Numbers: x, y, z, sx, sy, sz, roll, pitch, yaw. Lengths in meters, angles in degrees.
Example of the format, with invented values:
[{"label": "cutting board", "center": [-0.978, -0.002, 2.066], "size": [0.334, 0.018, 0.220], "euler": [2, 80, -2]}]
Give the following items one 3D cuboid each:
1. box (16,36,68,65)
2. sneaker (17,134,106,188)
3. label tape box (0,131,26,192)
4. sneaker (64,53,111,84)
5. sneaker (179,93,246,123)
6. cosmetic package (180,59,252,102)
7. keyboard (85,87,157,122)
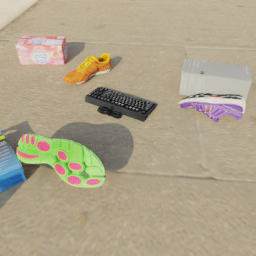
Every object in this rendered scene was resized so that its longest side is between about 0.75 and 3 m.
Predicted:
[{"label": "box", "center": [-3.839, -3.503, 12.669], "size": [2.023, 0.958, 1.038], "euler": [0, 40, 0]}, {"label": "sneaker", "center": [-1.620, 0.731, 7.259], "size": [2.708, 1.039, 1.134], "euler": [19, 3, 27]}, {"label": "label tape box", "center": [-3.850, 0.943, 7.642], "size": [1.420, 0.623, 1.969], "euler": [-25, 46, -27]}, {"label": "sneaker", "center": [-1.698, -2.491, 11.539], "size": [0.853, 0.902, 2.339], "euler": [32, 51, 31]}, {"label": "sneaker", "center": [2.748, -0.656, 9.448], "size": [2.221, 0.927, 0.896], "euler": [9, 19, 34]}, {"label": "cosmetic package", "center": [3.269, -1.784, 10.560], "size": [2.457, 1.108, 1.312], "euler": [7, 37, 13]}, {"label": "keyboard", "center": [-0.364, -0.874, 10.067], "size": [2.497, 0.320, 1.499], "euler": [19, 44, 23]}]
